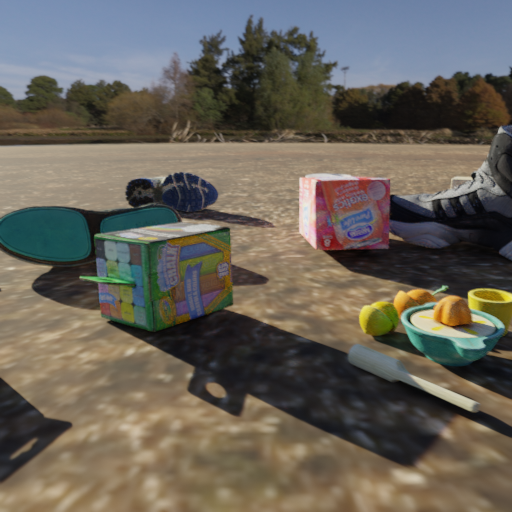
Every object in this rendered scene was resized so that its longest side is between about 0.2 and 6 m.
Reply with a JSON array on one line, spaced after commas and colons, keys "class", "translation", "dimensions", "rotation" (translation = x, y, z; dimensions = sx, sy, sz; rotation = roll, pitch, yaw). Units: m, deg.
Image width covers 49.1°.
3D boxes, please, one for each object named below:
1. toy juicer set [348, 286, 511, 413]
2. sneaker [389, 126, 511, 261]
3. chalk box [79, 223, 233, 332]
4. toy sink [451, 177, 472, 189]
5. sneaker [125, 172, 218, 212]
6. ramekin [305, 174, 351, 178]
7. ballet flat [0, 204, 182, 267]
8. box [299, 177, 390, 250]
[{"class": "toy juicer set", "translation": [1.640, 0.659, 5.473], "dimensions": [1.444, 0.618, 2.270], "rotation": [8, 17, 29]}, {"class": "sneaker", "translation": [3.734, -1.164, 9.457], "dimensions": [3.642, 2.072, 1.374], "rotation": [15, 25, 39]}, {"class": "chalk box", "translation": [-1.154, 0.223, 6.315], "dimensions": [0.994, 0.989, 1.598], "rotation": [9, 16, 42]}, {"class": "toy sink", "translation": [5.266, -1.371, 13.071], "dimensions": [1.320, 0.860, 0.739], "rotation": [7, 15, 29]}, {"class": "sneaker", "translation": [-2.003, -1.655, 14.113], "dimensions": [2.506, 0.966, 1.067], "rotation": [7, 11, 23]}, {"class": "ramekin", "translation": [2.069, -1.984, 16.002], "dimensions": [1.319, 0.614, 1.319], "rotation": [-1, 14, 0]}, {"class": "ballet flat", "translation": [-2.663, -0.285, 9.108], "dimensions": [2.942, 0.991, 0.937], "rotation": [-5, -12, -24]}, {"class": "box", "translation": [1.463, -0.816, 9.887], "dimensions": [1.234, 1.138, 2.404], "rotation": [-1, 9, -2]}]
